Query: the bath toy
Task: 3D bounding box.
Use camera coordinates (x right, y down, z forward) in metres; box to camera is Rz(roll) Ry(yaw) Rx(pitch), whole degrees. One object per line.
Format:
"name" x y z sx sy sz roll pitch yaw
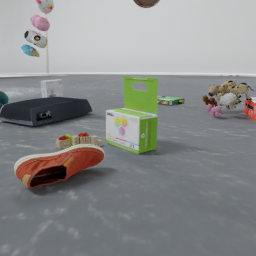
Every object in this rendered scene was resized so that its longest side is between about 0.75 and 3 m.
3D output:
"bath toy" -2.973 -3.393 9.313 0.864 1.986 0.734 24 15 2

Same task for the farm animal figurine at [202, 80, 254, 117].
"farm animal figurine" 3.532 -1.269 10.390 1.643 1.023 2.035 -24 8 9

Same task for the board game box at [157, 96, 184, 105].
"board game box" 1.471 -1.386 13.617 1.182 0.265 2.256 -9 16 -42

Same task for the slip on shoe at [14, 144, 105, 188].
"slip on shoe" -1.057 0.655 4.722 1.576 0.584 0.482 -8 41 -38

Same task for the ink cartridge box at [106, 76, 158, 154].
"ink cartridge box" 0.063 -0.353 6.412 0.607 1.603 1.185 -12 18 -40

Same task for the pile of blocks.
"pile of blocks" -1.165 0.252 6.611 1.101 0.342 0.452 -2 14 -8

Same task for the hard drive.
"hard drive" -2.802 -0.670 9.847 1.914 0.600 2.837 8 16 31

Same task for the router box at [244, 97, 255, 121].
"router box" 5.478 -0.565 9.366 2.542 0.621 2.281 2 14 10

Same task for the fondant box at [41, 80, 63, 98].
"fondant box" -3.110 -1.381 11.565 0.343 1.179 0.850 5 14 35

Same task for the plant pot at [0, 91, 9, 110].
"plant pot" -5.134 -0.973 11.025 0.834 0.834 0.562 -6 -21 -25

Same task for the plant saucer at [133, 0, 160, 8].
"plant saucer" 0.539 -3.827 7.706 0.987 0.987 0.170 6 22 22
